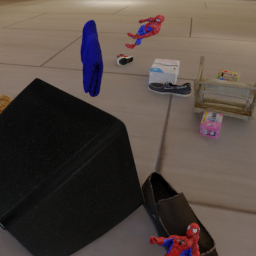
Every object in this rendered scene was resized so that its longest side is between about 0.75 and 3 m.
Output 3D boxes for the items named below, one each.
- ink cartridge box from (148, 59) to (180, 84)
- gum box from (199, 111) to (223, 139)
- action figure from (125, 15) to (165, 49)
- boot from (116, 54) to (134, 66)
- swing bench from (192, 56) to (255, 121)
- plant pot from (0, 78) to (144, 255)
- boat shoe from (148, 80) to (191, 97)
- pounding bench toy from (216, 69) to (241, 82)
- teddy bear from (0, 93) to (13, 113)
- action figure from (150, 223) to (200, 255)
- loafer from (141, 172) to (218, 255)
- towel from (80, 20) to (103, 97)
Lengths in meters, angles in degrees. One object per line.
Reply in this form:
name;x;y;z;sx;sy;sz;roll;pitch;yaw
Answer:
ink cartridge box;1.855;-2.869;14.011;1.280;0.737;2.211;8;34;12
gum box;3.003;-0.117;10.159;0.690;0.402;1.216;13;36;16
action figure;0.718;-4.241;12.164;0.724;0.917;2.802;20;-13;-27
boot;-0.432;-3.880;15.814;0.941;0.472;1.305;23;32;31
swing bench;3.639;-1.256;10.456;2.244;2.256;1.464;10;53;18
plant pot;-1.731;1.118;6.261;2.966;2.973;2.638;27;56;34
boat shoe;1.882;-1.905;12.660;1.984;0.622;0.721;13;36;18
pounding bench toy;4.495;-2.107;12.842;0.958;0.763;1.228;16;37;22
teddy bear;-4.838;-0.652;10.604;2.507;0.837;1.818;12;38;18
action figure;0.604;2.509;5.077;0.774;1.174;2.372;22;51;38
loafer;1.032;1.996;6.495;0.959;0.937;2.627;-17;37;-24
towel;-1.199;-2.179;8.796;0.512;1.527;2.068;-3;53;-15
